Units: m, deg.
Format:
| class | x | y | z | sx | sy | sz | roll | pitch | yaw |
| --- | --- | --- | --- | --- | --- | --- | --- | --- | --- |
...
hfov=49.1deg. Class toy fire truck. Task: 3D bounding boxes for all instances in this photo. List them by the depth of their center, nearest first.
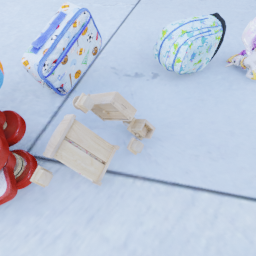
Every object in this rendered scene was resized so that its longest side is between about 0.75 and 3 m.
| class | x | y | z | sx | sy | sz | roll | pitch | yaw |
| --- | --- | --- | --- | --- | --- | --- | --- | --- | --- |
| toy fire truck | -3.632 | 0.607 | 6.357 | 2.410 | 1.609 | 2.870 | -25 | 65 | 0 |

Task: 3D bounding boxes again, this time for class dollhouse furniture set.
| class | x | y | z | sx | sy | sz | roll | pitch | yaw |
| --- | --- | --- | --- | --- | --- | --- | --- | --- | --- |
| dollhouse furniture set | -0.933 | 0.515 | 7.082 | 1.333 | 2.329 | 2.731 | 3 | 60 | 52 |

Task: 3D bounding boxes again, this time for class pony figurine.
| class | x | y | z | sx | sy | sz | roll | pitch | yaw |
| --- | --- | --- | --- | --- | --- | --- | --- | --- | --- |
| pony figurine | 4.770 | -2.765 | 10.343 | 1.739 | 2.016 | 2.089 | 33 | 16 | -30 |

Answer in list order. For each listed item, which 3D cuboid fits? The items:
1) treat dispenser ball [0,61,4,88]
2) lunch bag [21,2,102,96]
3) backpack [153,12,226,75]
| class | x | y | z | sx | sy | sz | roll | pitch | yaw |
| --- | --- | --- | --- | --- | --- | --- | --- | --- | --- |
| treat dispenser ball | -4.268 | -1.505 | 7.633 | 1.643 | 1.643 | 1.643 | 0 | 41 | 0 |
| lunch bag | -2.067 | -2.468 | 9.064 | 1.053 | 2.232 | 2.786 | 29 | 79 | 17 |
| backpack | 2.148 | -2.933 | 10.045 | 2.575 | 2.100 | 1.980 | -4 | 51 | -25 |
